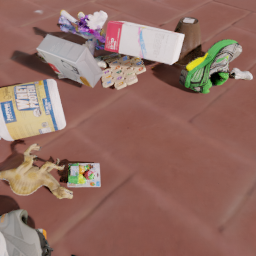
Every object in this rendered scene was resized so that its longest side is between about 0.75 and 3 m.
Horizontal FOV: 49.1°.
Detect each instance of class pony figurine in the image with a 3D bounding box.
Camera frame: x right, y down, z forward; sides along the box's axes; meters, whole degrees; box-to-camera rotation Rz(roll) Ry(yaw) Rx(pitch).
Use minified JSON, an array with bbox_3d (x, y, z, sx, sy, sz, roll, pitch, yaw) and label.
[{"bbox_3d":[-1.460,-3.718,10.880,2.452,2.042,2.367,32,28,13],"label":"pony figurine"}]

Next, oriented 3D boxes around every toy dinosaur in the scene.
[{"bbox_3d":[-2.476,1.053,6.749,2.495,0.726,1.262,7,46,7],"label":"toy dinosaur"}]

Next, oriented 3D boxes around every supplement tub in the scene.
[{"bbox_3d":[-2.864,-0.474,7.754,2.024,1.464,1.464,-14,46,-12],"label":"supplement tub"}]

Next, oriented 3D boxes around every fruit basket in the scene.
[{"bbox_3d":[-1.083,1.137,6.911,0.789,0.370,0.731,-2,44,-6],"label":"fruit basket"}]

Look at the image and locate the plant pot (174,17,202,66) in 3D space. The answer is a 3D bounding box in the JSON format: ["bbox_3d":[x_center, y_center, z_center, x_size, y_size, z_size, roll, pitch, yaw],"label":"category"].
[{"bbox_3d":[2.240,-3.414,10.769,1.388,1.486,1.388,0,44,0],"label":"plant pot"}]

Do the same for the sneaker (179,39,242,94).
[{"bbox_3d":[3.126,-2.080,9.850,2.891,1.128,1.231,-39,63,-22],"label":"sneaker"}]

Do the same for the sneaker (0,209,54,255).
[{"bbox_3d":[-1.751,2.512,5.063,1.102,1.027,2.778,-28,50,-32],"label":"sneaker"}]

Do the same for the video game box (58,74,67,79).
[{"bbox_3d":[-2.216,-2.130,10.377,0.684,0.176,0.750,-4,44,-3],"label":"video game box"}]

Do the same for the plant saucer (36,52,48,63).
[{"bbox_3d":[-2.745,-2.843,10.918,1.590,0.255,1.590,-1,34,1],"label":"plant saucer"}]

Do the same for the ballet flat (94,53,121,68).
[{"bbox_3d":[-0.820,-2.533,10.655,1.279,0.460,0.460,-19,47,-17],"label":"ballet flat"}]

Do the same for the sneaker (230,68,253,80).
[{"bbox_3d":[4.033,-1.864,10.067,0.821,0.320,0.408,27,57,37],"label":"sneaker"}]

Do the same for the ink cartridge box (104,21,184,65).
[{"bbox_3d":[0.586,-2.905,9.415,2.306,0.987,1.702,17,23,12],"label":"ink cartridge box"}]

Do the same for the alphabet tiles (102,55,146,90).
[{"bbox_3d":[-0.190,-1.996,9.962,1.598,0.119,1.634,-22,45,8],"label":"alphabet tiles"}]

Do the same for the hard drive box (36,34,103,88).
[{"bbox_3d":[-1.850,-2.150,9.041,1.719,1.340,0.660,25,75,27],"label":"hard drive box"}]
